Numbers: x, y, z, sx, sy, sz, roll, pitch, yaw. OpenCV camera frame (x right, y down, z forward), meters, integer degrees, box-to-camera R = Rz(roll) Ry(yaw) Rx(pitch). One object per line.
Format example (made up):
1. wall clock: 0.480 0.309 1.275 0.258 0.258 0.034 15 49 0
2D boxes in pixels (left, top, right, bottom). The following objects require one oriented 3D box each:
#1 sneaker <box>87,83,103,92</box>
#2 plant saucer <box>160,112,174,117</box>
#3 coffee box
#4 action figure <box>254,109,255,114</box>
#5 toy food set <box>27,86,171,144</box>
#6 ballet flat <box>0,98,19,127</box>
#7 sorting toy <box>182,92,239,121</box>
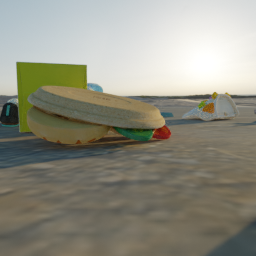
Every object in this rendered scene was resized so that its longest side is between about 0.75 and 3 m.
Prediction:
1. sneaker: -1.518 -0.984 10.989 1.870 1.139 2.864 9 32 36
2. plant saucer: 0.927 -0.654 13.988 2.686 0.255 0.939 -1 6 -23
3. coffee box: -2.075 -0.826 7.580 1.707 1.710 1.691 -2 7 -20
4. action figure: 5.569 -0.421 10.895 1.117 0.585 1.081 25 11 -5
5. toy food set: -0.567 -0.284 5.702 2.826 0.694 2.855 7 12 -21
6. ballet flat: -3.724 -0.563 9.500 0.854 0.859 2.513 1 5 -14
7. sorting toy: 3.419 -0.742 12.210 2.093 1.118 1.884 -5 -12 -45
